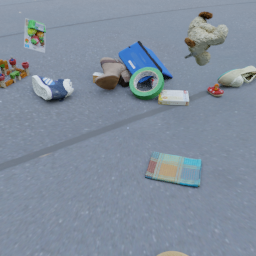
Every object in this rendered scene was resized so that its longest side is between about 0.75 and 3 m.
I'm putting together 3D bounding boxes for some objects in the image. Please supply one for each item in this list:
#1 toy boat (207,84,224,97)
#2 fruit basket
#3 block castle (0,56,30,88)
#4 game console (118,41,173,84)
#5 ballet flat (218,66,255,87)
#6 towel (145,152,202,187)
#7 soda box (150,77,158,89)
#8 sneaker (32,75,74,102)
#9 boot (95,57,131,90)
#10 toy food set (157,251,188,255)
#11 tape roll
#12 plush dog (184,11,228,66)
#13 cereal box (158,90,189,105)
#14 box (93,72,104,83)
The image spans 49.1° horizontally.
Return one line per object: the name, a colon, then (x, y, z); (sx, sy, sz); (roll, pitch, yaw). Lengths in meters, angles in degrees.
toy boat: (4.401, -1.945, 13.995); (0.560, 0.560, 0.857); (-18, 40, -23)
fruit basket: (-3.392, -3.398, 10.333); (0.488, 1.041, 0.964); (-2, 0, 32)
block castle: (-6.543, -3.099, 15.200); (1.407, 0.987, 2.105); (18, 40, 23)
game console: (0.976, -3.439, 15.442); (2.087, 1.447, 2.445); (-30, 64, -4)
ballet flat: (5.932, -2.666, 14.795); (2.750, 0.955, 0.955); (-22, 42, -28)
towel: (1.628, 1.408, 9.775); (1.840, 0.200, 1.349); (9, 37, 12)
soda box: (1.478, -2.304, 14.594); (0.456, 0.424, 1.336); (-2, 37, -3)
sneaker: (-3.687, -2.098, 14.039); (1.641, 0.903, 2.241); (-17, 36, -33)
boot: (-0.982, -2.939, 14.600); (2.567, 0.902, 1.877); (-3, 52, -43)
toy food set: (1.143, 3.630, 6.639); (1.428, 0.351, 1.443); (-2, 37, -2)
tape roll: (0.924, -2.205, 13.801); (1.683, 0.404, 1.683); (-7, 65, 14)
plush dog: (2.890, -3.770, 11.442); (1.557, 1.941, 1.667); (11, 52, -15)
cereal box: (2.209, -1.486, 13.604); (1.442, 0.285, 1.037); (4, 37, 5)
box: (-1.462, -2.662, 15.036); (0.768, 0.478, 0.374); (10, 38, 13)
